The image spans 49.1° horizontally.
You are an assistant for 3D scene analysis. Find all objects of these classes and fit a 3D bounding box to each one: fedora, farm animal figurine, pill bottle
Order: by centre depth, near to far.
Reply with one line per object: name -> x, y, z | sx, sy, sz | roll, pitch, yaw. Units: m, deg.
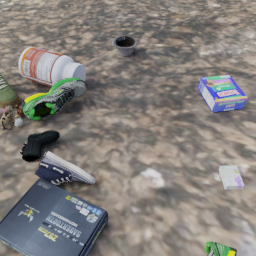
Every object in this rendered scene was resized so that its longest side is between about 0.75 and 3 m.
farm animal figurine -> -4.900, -0.521, 11.221 | 1.345, 0.701, 1.330 | -10, 46, -9
pill bottle -> -3.391, -2.638, 12.723 | 2.750, 1.542, 1.542 | 19, 48, 16
fedora -> -0.160, -4.317, 14.982 | 1.380, 0.704, 1.560 | 1, 43, 0

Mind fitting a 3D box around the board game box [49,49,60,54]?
board game box -> -3.891, -3.514, 14.451 | 1.395, 0.323, 1.057 | 33, 54, 28

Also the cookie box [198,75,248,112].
cookie box -> 4.091, -1.538, 12.261 | 1.465, 0.644, 1.713 | -8, 46, -10

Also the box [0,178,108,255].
box -> -2.132, 2.781, 7.980 | 2.544, 0.649, 2.006 | 21, 50, 19

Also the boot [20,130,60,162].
boot -> -3.187, 0.653, 10.173 | 1.340, 0.496, 1.098 | -9, 42, 6

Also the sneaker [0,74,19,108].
sneaker -> -5.942, -2.042, 12.296 | 2.914, 1.308, 0.977 | 35, 55, 30

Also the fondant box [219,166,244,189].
fondant box -> 3.457, 1.652, 9.398 | 0.591, 0.239, 0.819 | -1, 46, -1

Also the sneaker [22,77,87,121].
sneaker -> -2.853, -1.081, 11.425 | 2.780, 1.085, 1.184 | -32, 42, -14

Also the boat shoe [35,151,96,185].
boat shoe -> -2.095, 1.600, 9.244 | 2.004, 0.748, 0.929 | 25, 74, 14

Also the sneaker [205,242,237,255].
sneaker -> 2.038, 3.821, 6.974 | 0.901, 0.825, 2.115 | 14, 38, 24
